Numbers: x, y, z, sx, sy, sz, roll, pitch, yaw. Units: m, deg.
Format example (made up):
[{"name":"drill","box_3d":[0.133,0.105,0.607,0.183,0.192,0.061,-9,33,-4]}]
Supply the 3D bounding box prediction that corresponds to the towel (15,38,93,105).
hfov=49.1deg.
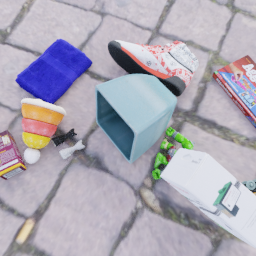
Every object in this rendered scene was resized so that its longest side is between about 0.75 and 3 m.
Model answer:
[{"name":"towel","box_3d":[-2.495,-1.961,9.421,1.656,0.556,2.243,33,70,14]}]

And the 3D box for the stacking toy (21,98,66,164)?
[{"name":"stacking toy","box_3d":[-2.712,0.134,8.302,1.350,1.350,1.847,14,83,6]}]

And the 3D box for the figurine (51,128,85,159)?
[{"name":"figurine","box_3d":[-1.792,0.471,8.497,0.778,0.343,0.797,-31,70,-17]}]

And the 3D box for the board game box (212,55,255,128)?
[{"name":"board game box","box_3d":[4.242,-1.033,9.171,1.485,0.281,2.885,-28,69,-13]}]

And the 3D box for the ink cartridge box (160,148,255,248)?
[{"name":"ink cartridge box","box_3d":[2.046,1.566,6.673,2.233,1.631,0.942,40,82,-9]}]

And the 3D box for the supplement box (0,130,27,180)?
[{"name":"supplement box","box_3d":[-3.582,0.785,8.218,0.692,0.537,1.254,-26,69,-11]}]

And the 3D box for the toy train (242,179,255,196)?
[{"name":"toy train","box_3d":[3.722,1.753,7.849,1.173,0.500,0.668,-9,76,-4]}]

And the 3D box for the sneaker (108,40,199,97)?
[{"name":"sneaker","box_3d":[0.895,-2.391,9.398,2.964,0.990,1.588,33,69,10]}]

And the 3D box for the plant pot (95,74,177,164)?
[{"name":"plant pot","box_3d":[0.333,-0.464,8.111,1.874,1.839,1.834,-31,66,-21]}]

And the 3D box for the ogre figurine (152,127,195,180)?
[{"name":"ogre figurine","box_3d":[1.341,0.813,8.106,0.931,0.762,1.553,15,55,20]}]
